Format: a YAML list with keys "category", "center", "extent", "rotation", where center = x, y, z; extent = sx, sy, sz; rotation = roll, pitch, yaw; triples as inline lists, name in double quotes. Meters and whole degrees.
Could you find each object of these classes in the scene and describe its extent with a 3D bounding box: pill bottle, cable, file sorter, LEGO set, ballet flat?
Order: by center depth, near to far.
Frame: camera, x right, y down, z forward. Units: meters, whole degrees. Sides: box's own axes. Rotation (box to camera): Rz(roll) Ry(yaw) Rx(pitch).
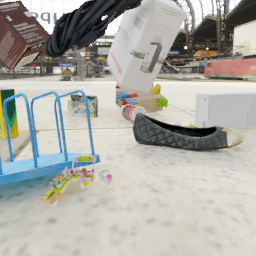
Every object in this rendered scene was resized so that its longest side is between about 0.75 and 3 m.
- category: "LEGO set"
  center: [-0.838, 0.748, 4.383]
  extent: [1.247, 0.464, 0.574]
  rotation: [-10, 35, -43]
- category: "file sorter"
  center: [-1.894, 0.121, 4.866]
  extent: [2.240, 1.374, 1.554]
  rotation: [-8, 3, -37]
- category: "cable"
  center: [-0.786, -2.601, 6.521]
  extent: [2.728, 0.693, 2.226]
  rotation: [-29, 9, 13]
- category: "ballet flat"
  center: [1.423, 0.085, 7.054]
  extent: [2.799, 0.795, 0.930]
  rotation: [4, 14, 18]
- category: "pill bottle"
  center: [0.147, -0.572, 10.675]
  extent: [0.622, 0.622, 1.101]
  rotation: [-8, 15, -33]

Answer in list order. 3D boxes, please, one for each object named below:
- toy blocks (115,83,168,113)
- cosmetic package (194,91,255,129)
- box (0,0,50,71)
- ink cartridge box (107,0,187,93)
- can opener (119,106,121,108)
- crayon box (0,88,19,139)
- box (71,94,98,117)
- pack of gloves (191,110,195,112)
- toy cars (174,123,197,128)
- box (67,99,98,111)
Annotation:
- category: "toy blocks"
  center: [0.300, -1.459, 13.056]
  extent: [1.936, 1.416, 2.833]
  rotation: [-10, 34, -20]
- category: "cosmetic package"
  center: [3.470, -0.596, 9.398]
  extent: [2.400, 1.220, 0.889]
  rotation: [-2, 11, -17]
- category: "box"
  center: [-3.697, -3.032, 9.177]
  extent: [1.329, 1.618, 1.343]
  rotation: [-34, 10, 35]
- category: "ink cartridge box"
  center: [0.396, -2.569, 8.172]
  extent: [1.069, 2.520, 1.835]
  rotation: [9, 36, -27]
- category: "can opener"
  center: [-0.237, -1.062, 13.744]
  extent: [0.492, 0.397, 1.252]
  rotation: [42, 7, -18]
- category: "crayon box"
  center: [-3.945, -0.498, 8.388]
  extent: [1.616, 1.395, 0.471]
  rotation: [10, 17, 38]
- category: "box"
  center: [-1.859, -0.948, 11.868]
  extent: [1.292, 0.882, 0.243]
  rotation: [8, 14, 31]
- category: "pack of gloves"
  center: [3.866, -0.913, 13.212]
  extent: [1.432, 0.283, 1.203]
  rotation: [8, 15, 31]
- category: "toy cars"
  center: [1.863, -0.067, 9.308]
  extent: [0.878, 0.194, 0.394]
  rotation: [4, 12, 21]
- category: "box"
  center: [-2.170, -1.122, 13.525]
  extent: [1.141, 0.552, 1.004]
  rotation: [6, 13, 23]
